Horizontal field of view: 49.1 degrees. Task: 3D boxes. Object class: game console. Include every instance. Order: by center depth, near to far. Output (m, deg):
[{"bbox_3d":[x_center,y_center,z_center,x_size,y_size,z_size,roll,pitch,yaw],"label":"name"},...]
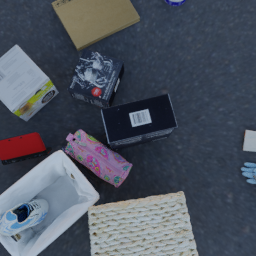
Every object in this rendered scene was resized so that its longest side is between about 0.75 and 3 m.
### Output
[{"bbox_3d":[-3.416,0.601,9.181,1.479,1.275,0.878,-13,99,-3],"label":"game console"}]

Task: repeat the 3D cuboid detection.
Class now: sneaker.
[{"bbox_3d":[-2.893,2.472,8.208,0.748,2.080,0.754,41,101,9],"label":"sneaker"}]

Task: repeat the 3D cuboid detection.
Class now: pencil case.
[{"bbox_3d":[-1.011,0.986,9.349,2.319,1.014,1.014,35,80,6],"label":"pencil case"}]

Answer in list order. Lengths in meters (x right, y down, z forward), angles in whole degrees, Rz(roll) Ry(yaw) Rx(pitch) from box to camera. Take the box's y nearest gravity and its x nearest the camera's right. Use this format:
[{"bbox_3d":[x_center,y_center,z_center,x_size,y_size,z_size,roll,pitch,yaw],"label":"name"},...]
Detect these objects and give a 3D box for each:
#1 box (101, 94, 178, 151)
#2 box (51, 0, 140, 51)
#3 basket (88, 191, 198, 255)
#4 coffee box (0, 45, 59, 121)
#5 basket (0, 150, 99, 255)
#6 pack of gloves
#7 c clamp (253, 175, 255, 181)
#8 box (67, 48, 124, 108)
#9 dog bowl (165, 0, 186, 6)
[{"bbox_3d":[0.322,-0.109,9.091,2.116,1.927,1.102,-13,78,-3],"label":"box"},{"bbox_3d":[-1.254,-4.501,10.869,2.735,0.291,2.236,-28,80,-6],"label":"box"},{"bbox_3d":[0.354,3.201,8.000,2.799,2.774,2.251,-10,74,-1],"label":"basket"},{"bbox_3d":[-3.611,-1.448,9.548,1.595,1.578,1.593,44,81,7],"label":"coffee box"},{"bbox_3d":[-2.454,2.305,8.625,2.854,1.760,1.934,-40,84,-7],"label":"basket"},{"bbox_3d":[5.040,1.160,9.689,2.169,0.428,1.823,10,79,12],"label":"pack of gloves"},{"bbox_3d":[5.555,2.098,9.386,2.183,0.296,1.865,-20,85,-6],"label":"c clamp"},{"bbox_3d":[-1.103,-1.726,9.978,1.511,0.864,1.659,18,78,5],"label":"box"},{"bbox_3d":[1.873,-5.323,10.998,0.980,0.386,0.980,0,78,0],"label":"dog bowl"}]
